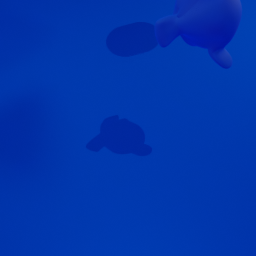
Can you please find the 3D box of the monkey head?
[{"bbox_3d":[1.154,-1.733,4.502,1.293,1.798,1.083,-39,39,-26],"label":"monkey head"}]
